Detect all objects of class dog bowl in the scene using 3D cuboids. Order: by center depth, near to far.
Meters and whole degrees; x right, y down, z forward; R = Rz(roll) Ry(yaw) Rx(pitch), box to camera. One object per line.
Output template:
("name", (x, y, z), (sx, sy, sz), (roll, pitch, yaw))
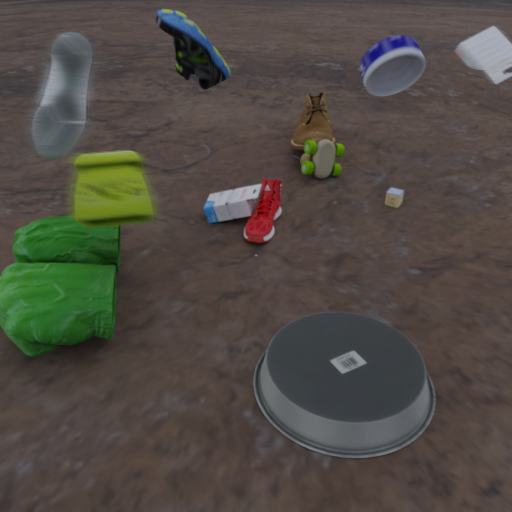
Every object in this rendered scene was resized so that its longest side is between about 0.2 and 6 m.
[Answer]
("dog bowl", (2.247, -3.138, 9.298), (1.021, 1.021, 0.402), (-9, 67, -14))

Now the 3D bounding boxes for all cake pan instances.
("cake pan", (1.309, 1.740, 8.352), (2.698, 0.495, 2.698), (0, 33, 0))

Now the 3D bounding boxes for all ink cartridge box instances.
("ink cartridge box", (3.032, -2.540, 7.188), (0.595, 0.184, 0.734), (-30, 76, -12))
("ink cartridge box", (-0.469, -1.177, 12.649), (1.276, 0.426, 0.739), (-9, 30, 16))

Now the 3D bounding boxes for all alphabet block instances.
("alphabet block", (3.297, -1.390, 13.364), (0.334, 0.340, 0.332), (20, 37, 27))

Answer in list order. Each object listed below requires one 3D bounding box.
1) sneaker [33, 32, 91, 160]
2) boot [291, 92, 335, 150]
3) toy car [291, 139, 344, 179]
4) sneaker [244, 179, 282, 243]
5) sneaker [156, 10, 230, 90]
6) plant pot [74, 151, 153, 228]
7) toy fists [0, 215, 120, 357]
("sneaker", (-3.824, -3.096, 11.279), (0.896, 2.547, 1.021), (14, -9, -17))
("boot", (1.626, -3.869, 16.085), (1.237, 1.268, 3.360), (0, 27, 5))
("toy car", (1.515, -2.617, 14.827), (1.045, 1.004, 1.272), (0, 16, -27))
("sneaker", (0.138, -1.094, 12.253), (0.703, 1.037, 1.795), (6, 33, 9))
("sneaker", (-1.222, -3.770, 10.489), (0.846, 2.041, 0.724), (-36, 62, 11))
("plant pot", (-2.301, -1.064, 9.002), (1.151, 1.049, 1.156), (-7, -3, -10))
("toy fists", (-3.408, 0.358, 9.852), (1.895, 1.279, 3.718), (1, 31, -11))
